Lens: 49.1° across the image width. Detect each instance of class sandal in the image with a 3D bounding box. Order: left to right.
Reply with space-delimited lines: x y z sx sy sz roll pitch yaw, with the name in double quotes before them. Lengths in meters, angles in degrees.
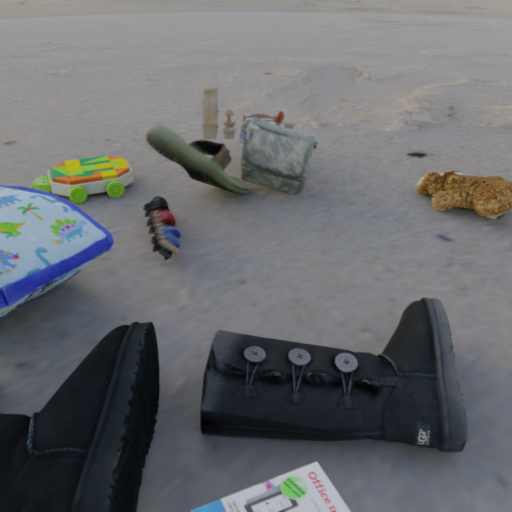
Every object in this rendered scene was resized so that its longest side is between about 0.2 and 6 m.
"sandal" -1.058 -2.159 12.306 1.317 0.946 3.317 22 -4 28

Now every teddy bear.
"teddy bear" 4.777 -1.408 12.664 2.505 0.836 1.817 18 26 42

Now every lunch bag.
"lunch bag" -4.108 0.028 8.942 2.886 1.839 2.454 8 29 32
"lunch bag" 0.483 -2.430 13.139 1.732 1.453 1.207 17 54 3

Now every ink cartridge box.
"ink cartridge box" 0.197 2.731 5.065 1.315 0.960 0.965 -13 34 -22

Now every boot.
"boot" -2.655 1.992 6.187 2.852 1.288 3.480 -3 30 2
"boot" 0.966 1.392 7.520 3.135 1.029 2.584 0 28 9

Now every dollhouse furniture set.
"dollhouse furniture set" -0.126 -3.646 14.180 2.368 1.156 2.020 0 19 -1

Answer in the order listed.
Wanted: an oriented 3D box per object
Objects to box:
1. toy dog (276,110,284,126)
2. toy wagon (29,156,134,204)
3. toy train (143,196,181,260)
"toy dog" 0.372 -3.247 14.998 1.354 0.989 2.053 -47 43 -5
"toy wagon" -4.295 -1.870 13.584 2.514 0.497 1.950 -11 31 -19
"toy train" -1.866 -0.625 11.203 0.560 0.417 2.446 -44 30 9
